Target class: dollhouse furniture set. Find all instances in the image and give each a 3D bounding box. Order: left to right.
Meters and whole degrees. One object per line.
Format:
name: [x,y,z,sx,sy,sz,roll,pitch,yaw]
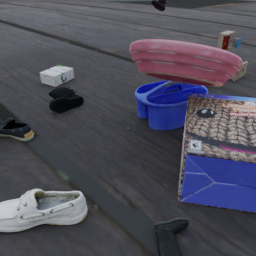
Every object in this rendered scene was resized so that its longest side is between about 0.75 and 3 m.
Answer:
dollhouse furniture set: [4.429,-3.134,12.170,1.240,1.760,1.233,27,40,36]

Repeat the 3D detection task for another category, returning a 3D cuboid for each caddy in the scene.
caddy: [1.397,-0.933,9.048,2.434,1.278,1.721,-15,34,-23]

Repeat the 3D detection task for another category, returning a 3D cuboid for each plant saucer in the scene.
plant saucer: [1.373,-1.551,7.073,2.781,0.705,2.781,9,7,-1]

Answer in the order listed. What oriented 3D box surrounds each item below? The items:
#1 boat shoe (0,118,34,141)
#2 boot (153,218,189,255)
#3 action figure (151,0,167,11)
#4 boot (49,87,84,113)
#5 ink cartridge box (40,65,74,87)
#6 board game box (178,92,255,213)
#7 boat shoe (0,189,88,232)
boat shoe: [-3.518,-0.023,8.309,1.595,0.497,0.595,11,35,20]
boot: [0.865,2.068,5.069,0.703,0.280,0.852,-13,28,0]
action figure: [1.196,-4.569,8.787,0.629,1.181,1.815,28,57,-19]
boot: [-2.410,-1.057,9.966,1.424,0.527,1.167,-20,38,-41]
ink cartridge box: [-3.010,-2.230,11.904,0.856,0.494,1.172,18,36,26]
board game box: [2.457,0.436,6.687,2.262,1.374,2.837,6,33,10]
boat shoe: [-1.852,1.523,5.564,2.036,0.706,0.721,-5,32,-8]
